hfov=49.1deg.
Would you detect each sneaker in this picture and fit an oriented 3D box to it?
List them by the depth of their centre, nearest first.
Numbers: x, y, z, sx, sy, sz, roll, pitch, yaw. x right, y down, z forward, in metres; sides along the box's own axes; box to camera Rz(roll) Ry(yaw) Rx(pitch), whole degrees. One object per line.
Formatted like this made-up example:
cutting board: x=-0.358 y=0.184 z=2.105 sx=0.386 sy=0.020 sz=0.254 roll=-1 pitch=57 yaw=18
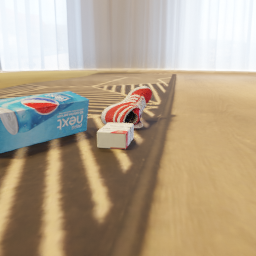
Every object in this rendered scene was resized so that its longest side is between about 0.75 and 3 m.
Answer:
sneaker: x=0.300 y=-0.654 z=8.939 sx=2.162 sy=0.770 sz=1.216 roll=-36 pitch=33 yaw=-30

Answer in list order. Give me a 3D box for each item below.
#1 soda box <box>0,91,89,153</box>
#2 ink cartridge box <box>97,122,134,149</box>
soda box: x=-2.414 y=-0.237 z=7.209 sx=0.941 sy=0.995 sz=2.934 roll=24 pitch=26 yaw=34
ink cartridge box: x=-0.292 y=0.175 z=7.044 sx=0.717 sy=0.416 sz=0.994 roll=3 pitch=15 yaw=12
